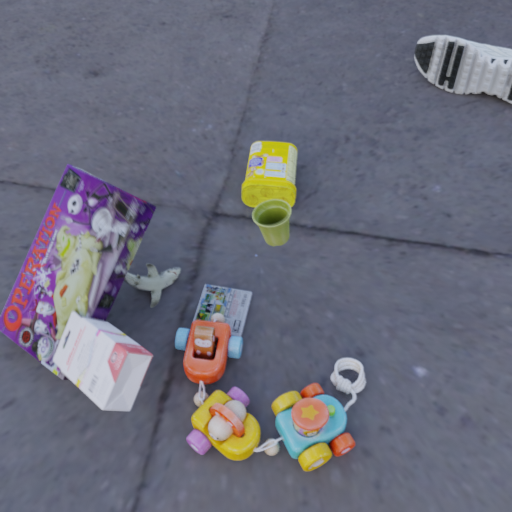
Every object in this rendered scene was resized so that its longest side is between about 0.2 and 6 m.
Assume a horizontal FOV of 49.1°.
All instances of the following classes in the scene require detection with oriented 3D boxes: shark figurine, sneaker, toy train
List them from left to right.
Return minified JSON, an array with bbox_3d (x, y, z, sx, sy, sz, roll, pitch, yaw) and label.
[{"bbox_3d":[-2.058,0.349,9.577,0.582,1.395,0.833,5,73,54],"label":"shark figurine"},{"bbox_3d":[0.086,1.832,8.149,3.006,0.836,2.258,10,54,8],"label":"toy train"},{"bbox_3d":[5.428,-4.535,13.461,3.267,1.228,1.324,23,41,15],"label":"sneaker"}]

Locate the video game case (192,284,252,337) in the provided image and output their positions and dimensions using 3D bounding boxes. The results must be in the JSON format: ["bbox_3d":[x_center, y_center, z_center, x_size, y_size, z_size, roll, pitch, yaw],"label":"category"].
[{"bbox_3d":[-0.572,0.926,9.442,0.843,0.102,0.924,9,51,7],"label":"video game case"}]

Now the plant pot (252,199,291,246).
[{"bbox_3d":[0.283,-0.465,8.602,0.599,0.551,0.599,-8,46,8],"label":"plant pot"}]

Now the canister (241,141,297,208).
[{"bbox_3d":[0.305,-1.655,11.276,1.056,0.615,1.422,5,49,4],"label":"canister"}]

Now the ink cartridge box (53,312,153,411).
[{"bbox_3d":[-2.185,1.436,7.842,1.473,0.497,0.858,25,92,40],"label":"ink cartridge box"}]

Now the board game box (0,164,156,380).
[{"bbox_3d":[-2.803,0.210,8.569,1.725,0.464,2.875,26,94,32],"label":"board game box"}]
